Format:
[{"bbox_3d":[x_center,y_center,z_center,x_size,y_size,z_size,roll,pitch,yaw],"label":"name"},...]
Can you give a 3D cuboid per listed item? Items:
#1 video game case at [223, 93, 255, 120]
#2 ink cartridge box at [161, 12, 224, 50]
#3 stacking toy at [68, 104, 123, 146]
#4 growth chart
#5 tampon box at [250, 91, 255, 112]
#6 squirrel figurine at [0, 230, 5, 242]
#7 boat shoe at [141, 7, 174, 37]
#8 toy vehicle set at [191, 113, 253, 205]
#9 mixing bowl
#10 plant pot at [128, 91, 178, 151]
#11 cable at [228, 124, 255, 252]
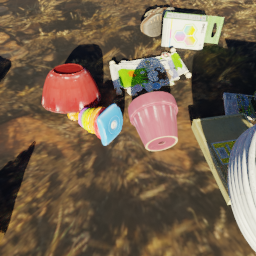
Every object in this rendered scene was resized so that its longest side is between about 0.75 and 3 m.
[{"bbox_3d":[3.274,-0.636,8.122,0.928,0.117,1.020,7,45,7],"label":"video game case"},{"bbox_3d":[2.336,-3.535,10.301,2.108,1.094,0.625,9,46,9],"label":"ink cartridge box"},{"bbox_3d":[-0.984,-0.224,7.366,1.556,0.903,0.854,13,41,31],"label":"stacking toy"},{"bbox_3d":[0.703,-1.868,9.272,2.715,0.241,1.965,-14,48,-12],"label":"growth chart"},{"bbox_3d":[4.309,-0.462,7.040,1.512,1.274,2.018,4,45,-3],"label":"tampon box"},{"bbox_3d":[-3.025,2.017,5.063,1.045,0.792,1.120,4,42,13],"label":"squirrel figurine"},{"bbox_3d":[1.073,-4.324,11.328,0.834,0.879,2.322,21,40,24],"label":"boat shoe"},{"bbox_3d":[2.625,0.610,6.735,1.474,0.314,2.372,-7,46,-7],"label":"toy vehicle set"},{"bbox_3d":[-1.635,-1.232,7.917,1.718,0.931,1.718,1,33,0],"label":"mixing bowl"},{"bbox_3d":[0.701,-0.100,6.907,1.251,1.251,1.120,-8,61,-8],"label":"plant pot"},{"bbox_3d":[3.254,1.123,5.047,2.997,1.038,2.997,-4,69,-22],"label":"cable"}]
